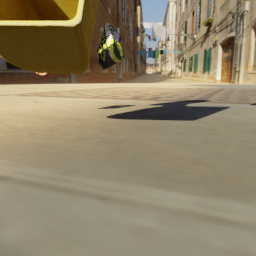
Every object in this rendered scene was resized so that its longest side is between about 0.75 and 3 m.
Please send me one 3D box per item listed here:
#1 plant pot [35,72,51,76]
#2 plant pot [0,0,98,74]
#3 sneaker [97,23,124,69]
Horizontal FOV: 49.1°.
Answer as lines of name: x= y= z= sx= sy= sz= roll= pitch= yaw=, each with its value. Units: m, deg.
plant pot: x=-2.960 y=-2.349 z=9.854 sx=0.893 sy=0.893 sz=0.813 roll=4 pitch=48 yaw=19
plant pot: x=-1.914 y=-2.596 z=6.957 sx=2.383 sy=2.398 sz=2.453 roll=2 pitch=-24 yaw=6
sneaker: x=-0.762 y=-2.975 z=10.044 sx=0.914 sy=0.804 sz=2.159 roll=-31 pitch=43 yaw=23
